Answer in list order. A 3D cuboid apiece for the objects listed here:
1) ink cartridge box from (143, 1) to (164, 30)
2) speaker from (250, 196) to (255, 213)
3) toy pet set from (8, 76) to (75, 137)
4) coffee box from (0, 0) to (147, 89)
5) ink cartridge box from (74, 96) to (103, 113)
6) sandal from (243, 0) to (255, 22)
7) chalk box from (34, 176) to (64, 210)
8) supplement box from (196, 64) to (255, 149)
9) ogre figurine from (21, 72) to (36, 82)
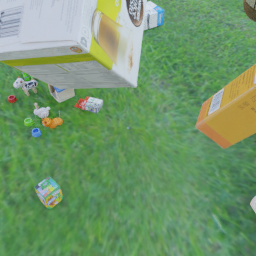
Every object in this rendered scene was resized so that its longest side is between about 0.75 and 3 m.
[{"bbox_3d":[0.643,-5.284,13.321,1.746,0.736,1.275,-23,51,-20],"label":"ink cartridge box"},{"bbox_3d":[3.760,2.488,5.844,1.083,1.083,2.666,-12,48,-11],"label":"speaker"},{"bbox_3d":[-2.736,-1.208,9.195,2.116,1.203,2.266,-30,54,-25],"label":"toy pet set"},{"bbox_3d":[-1.373,-2.731,7.289,2.791,2.760,2.786,3,81,28],"label":"coffee box"},{"bbox_3d":[-1.345,-0.829,9.509,0.873,0.220,0.476,16,49,13],"label":"ink cartridge box"},{"bbox_3d":[3.452,-2.811,6.751,1.624,0.652,0.438,18,39,-12],"label":"sandal"},{"bbox_3d":[-1.958,1.559,6.915,0.467,0.753,0.470,35,56,28],"label":"chalk box"},{"bbox_3d":[2.733,-0.681,5.690,0.962,2.890,0.994,37,52,-10],"label":"supplement box"},{"bbox_3d":[-3.568,-2.036,10.509,0.532,0.435,0.887,41,70,18],"label":"ogre figurine"}]
